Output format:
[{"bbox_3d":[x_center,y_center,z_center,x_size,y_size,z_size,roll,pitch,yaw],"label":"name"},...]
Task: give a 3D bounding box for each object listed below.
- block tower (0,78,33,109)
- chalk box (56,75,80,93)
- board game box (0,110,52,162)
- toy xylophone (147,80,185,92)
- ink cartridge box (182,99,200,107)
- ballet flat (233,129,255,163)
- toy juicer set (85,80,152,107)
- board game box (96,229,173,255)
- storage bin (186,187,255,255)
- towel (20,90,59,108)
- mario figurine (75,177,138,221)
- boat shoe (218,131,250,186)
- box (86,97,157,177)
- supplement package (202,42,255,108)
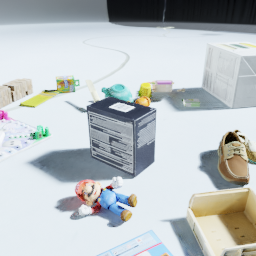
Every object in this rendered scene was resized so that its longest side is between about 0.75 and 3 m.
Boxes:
[{"bbox_3d":[-5.247,-1.491,12.161,0.708,0.758,2.623,9,26,18],"label":"block tower"},{"bbox_3d":[-2.874,-2.114,13.468,1.108,0.692,0.687,-7,27,-12],"label":"chalk box"},{"bbox_3d":[-4.453,0.263,8.911,2.889,0.374,2.889,17,31,32],"label":"board game box"},{"bbox_3d":[1.727,-1.925,12.856,1.543,0.529,2.107,-1,9,-7],"label":"toy xylophone"},{"bbox_3d":[2.701,-1.166,12.076,0.655,0.216,0.900,0,28,1],"label":"ink cartridge box"},{"bbox_3d":[3.509,0.500,8.304,0.514,0.472,1.498,-7,27,-12],"label":"ballet flat"},{"bbox_3d":[-0.418,-1.188,11.658,2.913,0.793,1.853,4,43,-2],"label":"toy juicer set"},{"bbox_3d":[0.333,2.461,4.436,1.218,0.295,1.610,-14,29,-27],"label":"board game box"},{"bbox_3d":[1.996,1.859,5.278,1.392,0.657,1.402,-4,26,-9],"label":"storage bin"},{"bbox_3d":[-3.903,-1.337,12.465,0.804,0.169,1.869,8,27,17],"label":"towel"},{"bbox_3d":[-0.562,1.474,5.993,1.410,0.747,0.870,14,29,23],"label":"mario figurine"},{"bbox_3d":[2.797,0.721,7.523,0.764,0.745,2.018,3,26,6],"label":"boat shoe"},{"bbox_3d":[-0.175,0.180,7.602,1.660,1.647,1.023,19,32,34],"label":"box"},{"bbox_3d":[5.008,-2.474,12.454,2.221,2.205,2.927,-5,26,-11],"label":"supplement package"}]
